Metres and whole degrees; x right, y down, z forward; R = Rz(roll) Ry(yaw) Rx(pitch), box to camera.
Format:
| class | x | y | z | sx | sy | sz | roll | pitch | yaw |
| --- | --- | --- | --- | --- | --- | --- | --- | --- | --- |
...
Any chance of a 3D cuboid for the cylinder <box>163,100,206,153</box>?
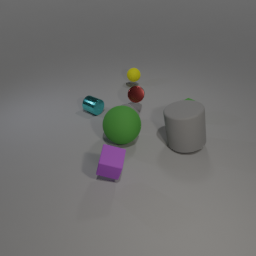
| class | x | y | z | sx | sy | sz | roll | pitch | yaw |
| --- | --- | --- | --- | --- | --- | --- | --- | --- | --- |
| cylinder | 2.024 | -0.071 | 9.921 | 1.400 | 1.400 | 1.400 | -9 | 30 | 5 |

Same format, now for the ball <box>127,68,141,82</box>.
| class | x | y | z | sx | sy | sz | roll | pitch | yaw |
| --- | --- | --- | --- | --- | --- | --- | --- | --- | --- |
| ball | 0.292 | -2.719 | 14.339 | 0.700 | 0.700 | 0.700 | 0 | 33 | 0 |

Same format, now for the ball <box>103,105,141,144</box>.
| class | x | y | z | sx | sy | sz | roll | pitch | yaw |
| --- | --- | --- | --- | --- | --- | --- | --- | --- | --- |
| ball | -0.221 | -0.113 | 10.138 | 1.400 | 1.400 | 1.400 | 0 | 33 | 0 |

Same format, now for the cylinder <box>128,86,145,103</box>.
| class | x | y | z | sx | sy | sz | roll | pitch | yaw |
| --- | --- | --- | --- | --- | --- | --- | --- | --- | --- |
| cylinder | 0.355 | -1.448 | 11.938 | 0.700 | 0.700 | 0.700 | 3 | 10 | 4 |

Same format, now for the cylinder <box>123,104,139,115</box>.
| class | x | y | z | sx | sy | sz | roll | pitch | yaw |
| --- | --- | --- | --- | --- | --- | --- | --- | --- | --- |
| cylinder | 0.015 | -0.543 | 11.276 | 0.700 | 0.700 | 0.700 | -7 | 71 | 22 |

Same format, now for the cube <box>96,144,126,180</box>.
| class | x | y | z | sx | sy | sz | roll | pitch | yaw |
| --- | --- | --- | --- | --- | --- | --- | --- | --- | --- |
| cube | -0.510 | 1.019 | 8.376 | 0.700 | 0.700 | 0.700 | 14 | 50 | -4 |

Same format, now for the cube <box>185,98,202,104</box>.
| class | x | y | z | sx | sy | sz | roll | pitch | yaw |
| --- | --- | --- | --- | --- | --- | --- | --- | --- | --- |
| cube | 2.580 | -0.753 | 11.830 | 0.700 | 0.700 | 0.700 | -27 | 42 | -36 |

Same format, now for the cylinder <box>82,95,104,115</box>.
| class | x | y | z | sx | sy | sz | roll | pitch | yaw |
| --- | --- | --- | --- | --- | --- | --- | --- | --- | --- |
| cylinder | -1.512 | -0.997 | 12.217 | 0.700 | 0.700 | 0.700 | 23 | 39 | 31 |
